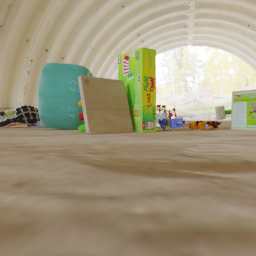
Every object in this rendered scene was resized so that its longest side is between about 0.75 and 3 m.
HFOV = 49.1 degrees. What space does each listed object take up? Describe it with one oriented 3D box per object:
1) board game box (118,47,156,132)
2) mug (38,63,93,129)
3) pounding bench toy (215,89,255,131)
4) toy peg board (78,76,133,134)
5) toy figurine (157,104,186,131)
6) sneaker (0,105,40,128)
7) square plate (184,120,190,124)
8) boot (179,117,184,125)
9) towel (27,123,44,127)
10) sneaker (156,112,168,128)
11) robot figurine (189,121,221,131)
[{"bbox_3d":[0.239,-1.008,7.833,0.526,2.208,1.122,-1,3,-36],"label":"board game box"},{"bbox_3d":[-1.873,-1.231,9.409,1.610,2.604,2.139,4,-27,-1],"label":"mug"},{"bbox_3d":[4.038,-0.554,9.059,1.534,1.221,1.966,-1,2,-34],"label":"pounding bench toy"},{"bbox_3d":[-0.712,-0.502,7.194,1.412,1.406,0.691,-2,-13,-44],"label":"toy peg board"},{"bbox_3d":[1.191,-0.275,8.295,1.523,0.804,0.913,-3,8,-35],"label":"toy figurine"},{"bbox_3d":[-4.489,-0.424,11.103,2.035,0.784,0.864,-9,-2,-36],"label":"sneaker"},{"bbox_3d":[1.919,-0.309,15.096,2.130,0.303,2.110,-1,3,-14],"label":"square plate"},{"bbox_3d":[3.020,-0.424,16.220,0.325,0.465,0.867,-2,1,-11],"label":"boot"},{"bbox_3d":[-3.386,-0.085,11.588,1.368,0.163,0.990,4,2,35],"label":"towel"},{"bbox_3d":[0.868,-0.392,11.321,1.605,0.738,0.608,0,1,15],"label":"sneaker"},{"bbox_3d":[2.427,-0.080,8.784,1.023,0.298,0.741,-2,3,-36],"label":"robot figurine"}]
